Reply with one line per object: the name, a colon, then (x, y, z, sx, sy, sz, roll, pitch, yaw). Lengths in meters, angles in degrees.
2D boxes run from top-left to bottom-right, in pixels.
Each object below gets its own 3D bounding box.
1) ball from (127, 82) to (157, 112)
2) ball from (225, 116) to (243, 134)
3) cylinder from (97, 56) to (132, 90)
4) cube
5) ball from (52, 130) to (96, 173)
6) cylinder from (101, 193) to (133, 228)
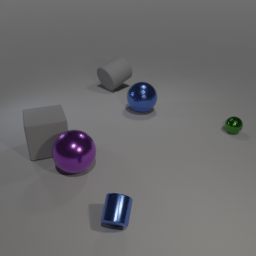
ball: (0.643, -1.414, 12.864, 1.400, 1.400, 1.400, 0, 29, 0)
ball: (4.261, -0.119, 11.290, 0.700, 0.700, 0.700, 0, 29, 0)
cylinder: (-0.728, -2.992, 15.233, 1.400, 1.400, 1.400, -39, 45, -25)
cube: (-2.940, 0.130, 10.107, 1.400, 1.400, 1.400, -10, 31, -17)
ball: (-1.725, 0.751, 9.005, 1.400, 1.400, 1.400, 0, 29, 0)
cylinder: (-0.278, 2.082, 7.079, 0.700, 0.700, 0.700, 6, 62, 10)
